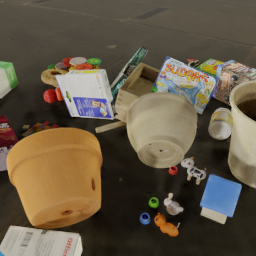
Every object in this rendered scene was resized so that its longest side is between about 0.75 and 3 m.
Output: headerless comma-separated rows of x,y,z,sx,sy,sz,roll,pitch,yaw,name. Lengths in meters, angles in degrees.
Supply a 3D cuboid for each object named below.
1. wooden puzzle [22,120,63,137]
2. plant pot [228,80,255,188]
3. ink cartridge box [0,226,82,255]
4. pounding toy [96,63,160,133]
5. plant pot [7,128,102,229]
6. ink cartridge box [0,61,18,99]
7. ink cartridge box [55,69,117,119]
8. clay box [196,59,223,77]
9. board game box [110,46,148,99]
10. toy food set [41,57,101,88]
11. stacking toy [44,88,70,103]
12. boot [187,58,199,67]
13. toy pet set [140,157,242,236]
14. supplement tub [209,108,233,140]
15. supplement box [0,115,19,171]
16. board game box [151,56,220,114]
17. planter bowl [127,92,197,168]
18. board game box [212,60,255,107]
-3.247,0.166,10.799,1.867,0.131,1.107,18,41,22,wooden puzzle
4.309,0.355,8.537,2.843,2.602,2.843,0,38,0,plant pot
-2.088,3.108,6.488,1.777,0.749,1.297,5,38,6,ink cartridge box
0.578,-0.814,10.957,2.582,1.994,2.805,25,45,8,pounding toy
-1.788,1.455,7.434,2.559,2.559,1.792,-11,55,-14,plant pot
-6.745,-1.921,12.601,2.099,1.209,2.875,9,39,11,ink cartridge box
-1.227,-0.993,8.386,1.556,1.538,0.366,6,41,25,ink cartridge box
4.619,-2.744,14.136,2.681,0.638,1.540,29,47,31,clay box
-0.168,-2.373,12.689,0.418,2.009,2.970,39,41,-10,board game box
-2.736,-2.822,14.182,2.900,0.705,2.870,3,38,5,toy food set
-2.700,-1.647,12.615,2.165,0.924,0.924,-14,40,-11,stacking toy
3.467,-3.664,15.612,0.635,0.318,0.880,31,39,34,boot
1.824,1.766,7.800,2.243,1.276,2.402,18,42,22,toy pet set
3.558,-0.186,10.690,0.820,0.820,1.135,13,39,16,supplement tub
-4.621,0.481,9.717,1.310,0.733,2.406,-11,37,-34,supplement box
1.951,-1.480,9.648,1.939,1.313,0.334,27,14,14,board game box
1.037,0.248,8.772,2.321,2.321,1.562,3,48,4,planter bowl
4.846,-1.772,12.102,0.966,1.590,1.994,-26,44,-29,board game box
